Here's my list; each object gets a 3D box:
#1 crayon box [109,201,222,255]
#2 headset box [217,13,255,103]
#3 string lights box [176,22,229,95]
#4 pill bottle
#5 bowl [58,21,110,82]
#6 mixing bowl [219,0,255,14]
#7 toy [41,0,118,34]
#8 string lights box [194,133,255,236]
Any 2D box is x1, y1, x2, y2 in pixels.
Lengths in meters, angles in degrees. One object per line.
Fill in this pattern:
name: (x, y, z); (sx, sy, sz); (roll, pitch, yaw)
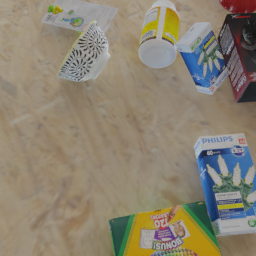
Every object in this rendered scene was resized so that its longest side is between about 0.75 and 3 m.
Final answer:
crayon box: (0.775, 2.508, 6.180); (2.208, 0.643, 1.311); (-10, 63, -5)
headset box: (4.108, -2.011, 8.252); (2.140, 1.110, 2.875); (-3, 61, -1)
string lights box: (2.080, -1.869, 7.672); (0.907, 1.765, 0.520); (-49, 38, -12)
pill bottle: (1.006, -2.986, 8.732); (1.139, 1.139, 2.085); (8, 62, 4)
bowl: (-1.096, -1.993, 8.048); (0.899, 1.916, 1.916); (34, 66, -9)
mixing bowl: (4.051, -4.810, 9.890); (1.423, 0.771, 1.423); (0, 62, -1)
toy: (-1.597, -3.636, 9.414); (2.283, 0.539, 1.315); (19, 67, 11)
string lights box: (2.445, 1.327, 6.768); (1.180, 0.677, 2.297); (-5, 63, -3)
